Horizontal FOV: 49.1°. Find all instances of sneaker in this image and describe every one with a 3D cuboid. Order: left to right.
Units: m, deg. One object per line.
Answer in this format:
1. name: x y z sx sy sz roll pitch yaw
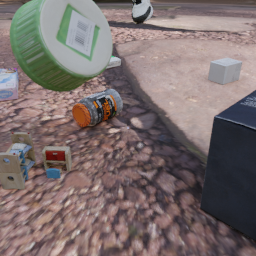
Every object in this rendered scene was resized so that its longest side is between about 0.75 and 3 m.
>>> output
1. sneaker: 0.346 -3.887 8.330 0.683 0.741 1.853 -8 60 23

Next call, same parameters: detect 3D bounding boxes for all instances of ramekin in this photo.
1. ramekin: -1.401 -2.019 6.432 1.086 2.223 2.223 -7 17 45

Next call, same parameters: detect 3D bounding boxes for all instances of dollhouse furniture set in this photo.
1. dollhouse furniture set: -2.125 0.737 6.495 1.383 0.969 0.974 1 29 1

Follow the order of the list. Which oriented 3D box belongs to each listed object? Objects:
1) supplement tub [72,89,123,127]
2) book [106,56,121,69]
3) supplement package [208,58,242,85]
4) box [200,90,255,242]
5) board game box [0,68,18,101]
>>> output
1. supplement tub: -0.977 -0.639 8.990 0.926 0.926 1.511 24 38 36
2. book: -1.799 -3.309 14.233 2.442 0.587 1.632 -23 40 -39
3. supplement package: 4.295 -2.534 12.417 1.130 0.857 0.851 -19 34 -30
4. box: 2.666 0.567 5.522 1.371 2.213 2.175 24 37 37
5. board game box: -5.795 -1.715 11.265 2.576 0.559 2.563 -10 32 -16
